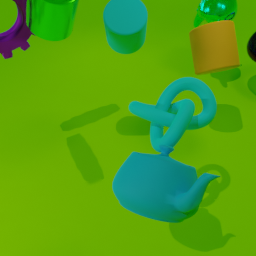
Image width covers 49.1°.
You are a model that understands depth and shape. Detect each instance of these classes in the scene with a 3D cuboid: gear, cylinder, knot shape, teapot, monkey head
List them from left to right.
[{"bbox_3d":[-2.542,-2.172,5.475,1.731,1.731,0.320,-27,60,-27],"label":"gear"},{"bbox_3d":[-1.305,-2.091,4.825,0.832,0.832,0.832,10,59,-16],"label":"cylinder"},{"bbox_3d":[-0.047,-2.073,5.714,0.848,0.848,0.848,0,80,1],"label":"cylinder"},{"bbox_3d":[0.406,0.630,3.389,1.073,0.845,1.726,16,-4,-28],"label":"teapot"},{"bbox_3d":[0.627,-0.167,4.031,1.281,0.592,1.199,-11,35,18],"label":"knot shape"},{"bbox_3d":[1.893,-1.732,6.168,0.958,0.958,0.958,-10,5,1],"label":"cylinder"},{"bbox_3d":[2.594,-3.401,8.340,1.091,1.303,1.811,30,65,4],"label":"monkey head"}]

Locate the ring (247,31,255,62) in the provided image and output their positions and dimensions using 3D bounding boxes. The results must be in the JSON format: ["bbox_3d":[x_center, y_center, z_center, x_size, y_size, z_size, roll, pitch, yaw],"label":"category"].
[{"bbox_3d":[4.420,-2.488,8.102,1.841,0.368,1.841,-17,47,19],"label":"ring"}]
